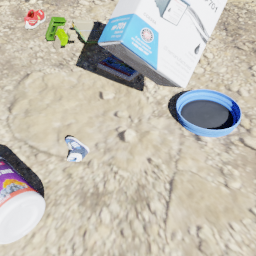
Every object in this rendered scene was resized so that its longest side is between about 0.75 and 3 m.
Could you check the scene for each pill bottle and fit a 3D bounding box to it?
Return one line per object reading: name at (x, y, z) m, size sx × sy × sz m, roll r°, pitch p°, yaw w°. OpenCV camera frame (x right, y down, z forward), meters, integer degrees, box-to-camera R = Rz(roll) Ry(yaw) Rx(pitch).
pill bottle at (-2.906, 1.346, 6.098) m, size 2.142 × 1.193 × 1.193 m, roll 32°, pitch 53°, yaw 28°

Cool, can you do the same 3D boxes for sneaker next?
sneaker at (-1.503, 0.600, 7.492) m, size 0.810 × 0.326 × 0.593 m, roll 27°, pitch 46°, yaw 19°
sneaker at (-4.440, -5.348, 13.378) m, size 0.644 × 0.711 × 1.673 m, roll 6°, pitch 44°, yaw 6°

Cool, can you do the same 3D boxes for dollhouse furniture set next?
dollhouse furniture set at (-2.263, -3.910, 12.094) m, size 2.055 × 1.031 × 1.346 m, roll -14°, pitch 64°, yaw -39°

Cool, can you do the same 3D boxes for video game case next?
video game case at (0.106, -2.654, 10.964) m, size 1.545 × 0.189 × 2.161 m, roll 29°, pitch 50°, yaw 26°

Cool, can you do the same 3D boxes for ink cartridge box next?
ink cartridge box at (0.973, -2.803, 6.887) m, size 1.275 × 2.174 × 2.968 m, roll 25°, pitch 88°, yaw 58°

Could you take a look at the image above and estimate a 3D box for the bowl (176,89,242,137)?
bowl at (2.428, -0.470, 8.567) m, size 1.935 × 0.380 × 1.935 m, roll 0°, pitch 44°, yaw 0°
